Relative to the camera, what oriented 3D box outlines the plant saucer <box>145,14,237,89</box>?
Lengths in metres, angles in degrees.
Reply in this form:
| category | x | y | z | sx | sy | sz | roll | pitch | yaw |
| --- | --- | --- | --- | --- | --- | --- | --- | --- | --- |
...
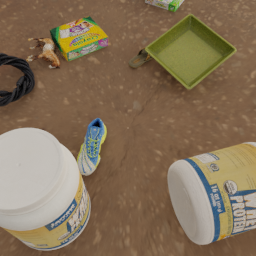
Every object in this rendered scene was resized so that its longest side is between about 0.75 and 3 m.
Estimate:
| category | x | y | z | sx | sy | sz | roll | pitch | yaw |
| --- | --- | --- | --- | --- | --- | --- | --- | --- | --- |
| plant saucer | 2.163 | -2.616 | 9.897 | 2.283 | 0.547 | 2.286 | -39 | 69 | -9 |

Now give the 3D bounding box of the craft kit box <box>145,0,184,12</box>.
| category | x | y | z | sx | sy | sz | roll | pitch | yaw |
| --- | --- | --- | --- | --- | --- | --- | --- | --- | --- |
| craft kit box | 1.773 | -6.005 | 12.750 | 1.498 | 0.368 | 1.517 | 24 | 59 | 19 |

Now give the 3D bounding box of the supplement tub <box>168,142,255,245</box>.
| category | x | y | z | sx | sy | sz | roll | pitch | yaw |
| --- | --- | --- | --- | --- | --- | --- | --- | --- | --- |
| supplement tub | 2.492 | 1.429 | 6.634 | 2.681 | 1.939 | 1.939 | -14 | 57 | -9 |

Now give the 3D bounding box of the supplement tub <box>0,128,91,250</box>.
| category | x | y | z | sx | sy | sz | roll | pitch | yaw |
| --- | --- | --- | --- | --- | --- | --- | --- | --- | --- |
| supplement tub | -1.943 | 1.426 | 6.153 | 1.956 | 2.704 | 1.956 | -1 | 56 | 1 |

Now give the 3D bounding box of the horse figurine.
| category | x | y | z | sx | sy | sz | roll | pitch | yaw |
| --- | --- | --- | --- | --- | --- | --- | --- | --- | --- |
| horse figurine | -3.166 | -2.931 | 10.551 | 1.167 | 0.439 | 1.760 | -5 | 54 | -7 |

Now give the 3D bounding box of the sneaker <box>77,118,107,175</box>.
| category | x | y | z | sx | sy | sz | roll | pitch | yaw |
| --- | --- | --- | --- | --- | --- | --- | --- | --- | --- |
| sneaker | -1.050 | 0.432 | 7.799 | 0.633 | 0.878 | 1.672 | 9 | 57 | 6 |

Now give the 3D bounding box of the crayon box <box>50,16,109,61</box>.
| category | x | y | z | sx | sy | sz | roll | pitch | yaw |
| --- | --- | --- | --- | --- | --- | --- | --- | --- | --- |
| crayon box | -1.899 | -3.514 | 10.907 | 1.771 | 0.516 | 1.528 | -27 | 60 | -18 |

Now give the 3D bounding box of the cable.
| category | x | y | z | sx | sy | sz | roll | pitch | yaw |
| --- | --- | --- | --- | --- | --- | --- | --- | --- | --- |
| cable | -4.108 | -1.670 | 9.323 | 1.921 | 0.598 | 2.355 | 34 | 47 | 12 |

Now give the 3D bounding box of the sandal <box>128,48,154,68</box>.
| category | x | y | z | sx | sy | sz | roll | pitch | yaw |
| --- | --- | --- | --- | --- | --- | --- | --- | --- | --- |
| sandal | 0.598 | -2.750 | 10.460 | 0.584 | 0.393 | 1.455 | 39 | 64 | 24 |
